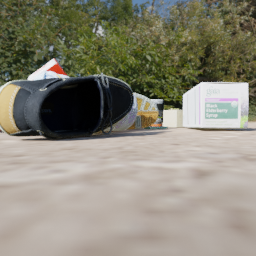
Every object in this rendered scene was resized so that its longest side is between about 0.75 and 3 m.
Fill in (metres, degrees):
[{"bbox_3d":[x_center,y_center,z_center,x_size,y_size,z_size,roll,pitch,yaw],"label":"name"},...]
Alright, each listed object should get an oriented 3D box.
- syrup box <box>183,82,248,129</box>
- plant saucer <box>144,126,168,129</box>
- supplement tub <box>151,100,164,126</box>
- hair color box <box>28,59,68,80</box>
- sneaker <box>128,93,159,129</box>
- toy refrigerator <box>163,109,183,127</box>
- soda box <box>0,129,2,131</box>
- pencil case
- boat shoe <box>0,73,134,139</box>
[{"bbox_3d":[2.360,-0.551,8.071,1.132,1.171,2.876,0,2,2],"label":"syrup box"},{"bbox_3d":[0.863,-0.009,8.618,0.835,0.079,0.292,-2,3,-41],"label":"plant saucer"},{"bbox_3d":[1.210,-0.645,12.136,0.704,1.148,0.704,0,1,0],"label":"supplement tub"},{"bbox_3d":[-2.273,-1.392,7.926,1.020,0.615,2.009,-37,24,-3],"label":"hair color box"},{"bbox_3d":[-0.533,-0.509,8.535,2.878,1.088,1.261,1,1,2],"label":"sneaker"},{"bbox_3d":[2.358,-0.383,10.653,2.012,0.704,0.764,-2,2,-31],"label":"toy refrigerator"},{"bbox_3d":[-2.885,-0.185,6.781,1.633,0.518,0.572,-1,1,5],"label":"soda box"},{"bbox_3d":[-0.827,-0.486,5.965,1.080,1.179,2.599,5,5,33],"label":"pencil case"},{"bbox_3d":[-0.642,-0.342,4.470,0.885,1.061,2.845,7,10,33],"label":"boat shoe"}]
